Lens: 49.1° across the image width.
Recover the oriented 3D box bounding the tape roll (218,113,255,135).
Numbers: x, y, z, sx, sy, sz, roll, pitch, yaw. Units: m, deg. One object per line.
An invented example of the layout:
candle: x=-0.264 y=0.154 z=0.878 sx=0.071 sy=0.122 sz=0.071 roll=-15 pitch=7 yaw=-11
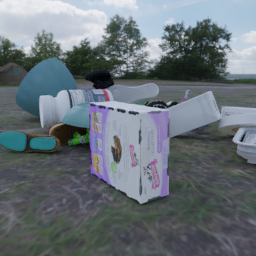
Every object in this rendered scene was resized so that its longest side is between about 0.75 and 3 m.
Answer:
tape roll: x=3.873 y=-0.080 z=9.050 sx=1.843 sy=0.337 sz=1.843 roll=3 pitch=-13 yaw=1

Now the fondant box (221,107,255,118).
fondant box: x=5.138 y=-0.331 z=10.526 sx=2.719 sy=0.792 sz=1.962 roll=7 pitch=7 yaw=37

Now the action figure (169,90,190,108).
action figure: x=3.168 y=-0.849 z=13.828 sx=2.253 sy=1.509 sz=1.678 roll=-10 pitch=52 yaw=11

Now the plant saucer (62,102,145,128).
plant saucer: x=-0.515 y=-0.458 z=8.563 sx=2.948 sy=0.530 sz=2.948 roll=2 pitch=10 yaw=0

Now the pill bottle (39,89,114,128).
pill bottle: x=-1.941 y=-0.661 z=10.610 sx=2.602 sy=1.556 sz=1.556 roll=-5 pitch=12 yaw=-22

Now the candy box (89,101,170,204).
candy box: x=-0.048 y=0.342 z=5.417 sx=0.669 sy=1.568 sz=1.869 roll=-7 pitch=13 yaw=-33

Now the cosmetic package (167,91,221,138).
cosmetic package: x=2.090 y=-0.445 z=9.447 sx=1.774 sy=1.001 sz=0.720 roll=-20 pitch=1 yaw=28

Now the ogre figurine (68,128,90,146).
ogre figurine: x=-1.160 y=0.272 z=8.516 sx=1.165 sy=0.572 sz=0.699 roll=4 pitch=-5 yaw=-32

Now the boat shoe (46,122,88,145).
boat shoe: x=-1.473 y=-0.011 z=9.236 sx=2.434 sy=0.878 sz=0.876 roll=-14 pitch=18 yaw=-30

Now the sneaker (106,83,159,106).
sneaker: x=0.008 y=-1.270 z=12.485 sx=2.534 sy=0.933 sz=1.495 roll=-7 pitch=-14 yaw=-10

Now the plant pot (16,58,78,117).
plant pot: x=-3.408 y=-1.500 z=13.054 sx=1.936 sy=2.875 sz=2.875 roll=38 pitch=20 yaw=8

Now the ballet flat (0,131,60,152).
ballet flat: x=-2.733 y=0.414 z=7.935 sx=1.769 sy=0.600 sz=0.640 roll=2 pitch=-9 yaw=7

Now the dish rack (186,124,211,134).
dish rack: x=2.403 y=-0.024 z=10.587 sx=1.019 sy=0.362 sz=1.329 roll=-8 pitch=16 yaw=-31

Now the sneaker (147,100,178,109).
sneaker: x=1.606 y=-0.927 z=14.367 sx=2.284 sy=0.878 sz=1.012 roll=-1 pitch=-1 yaw=-43

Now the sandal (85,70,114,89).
sandal: x=-1.026 y=-1.875 z=11.578 sx=0.931 sy=0.593 sz=2.476 roll=-20 pitch=-6 yaw=11

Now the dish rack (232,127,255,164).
dish rack: x=4.214 y=0.515 z=7.077 sx=2.822 sy=0.614 sz=2.422 roll=6 pitch=13 yaw=27
